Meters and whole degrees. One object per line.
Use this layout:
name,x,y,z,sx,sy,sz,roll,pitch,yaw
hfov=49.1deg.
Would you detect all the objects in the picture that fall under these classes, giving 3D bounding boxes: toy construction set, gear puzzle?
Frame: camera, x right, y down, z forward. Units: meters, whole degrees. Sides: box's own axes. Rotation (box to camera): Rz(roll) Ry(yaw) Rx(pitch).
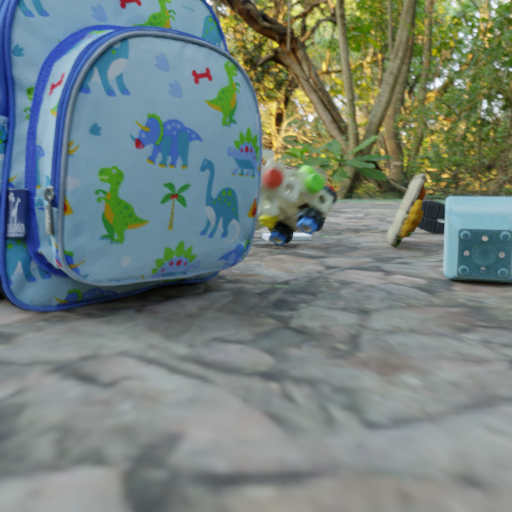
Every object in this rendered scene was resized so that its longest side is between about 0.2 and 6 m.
toy construction set,0.081,-1.152,10.244,2.242,1.576,3.420,38,-11,-17
gear puzzle,2.961,-0.817,10.616,0.367,1.452,2.804,25,11,8

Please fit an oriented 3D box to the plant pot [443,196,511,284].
plant pot,2.778,-0.145,6.821,1.016,1.019,1.038,3,15,23

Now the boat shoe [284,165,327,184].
boat shoe,1.255,-1.774,14.275,1.096,1.070,2.898,20,-6,20

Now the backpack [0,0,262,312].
backpack,-1.445,-1.261,5.879,2.462,3.350,3.065,6,9,41

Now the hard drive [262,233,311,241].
hard drive,0.652,-0.406,12.122,0.943,0.126,0.622,-1,7,-11

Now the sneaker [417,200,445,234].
sneaker,4.882,-0.851,13.963,2.105,0.795,1.211,12,3,26
